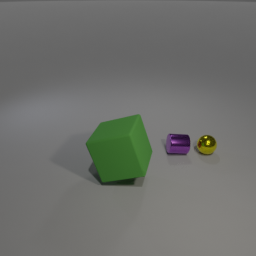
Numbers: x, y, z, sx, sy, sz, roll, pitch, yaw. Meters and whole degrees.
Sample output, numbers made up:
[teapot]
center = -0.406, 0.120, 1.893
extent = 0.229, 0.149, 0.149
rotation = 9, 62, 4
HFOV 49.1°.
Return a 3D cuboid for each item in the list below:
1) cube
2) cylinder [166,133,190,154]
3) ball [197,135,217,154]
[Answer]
[cube]
center = -0.202, 0.597, 8.447
extent = 1.400, 1.400, 1.400
rotation = -12, 23, 20
[cylinder]
center = 1.775, 0.559, 9.954
extent = 0.700, 0.700, 0.700
rotation = 3, 28, -6
[ball]
center = 2.807, 0.589, 9.969
extent = 0.700, 0.700, 0.700
rotation = 0, 28, 0
